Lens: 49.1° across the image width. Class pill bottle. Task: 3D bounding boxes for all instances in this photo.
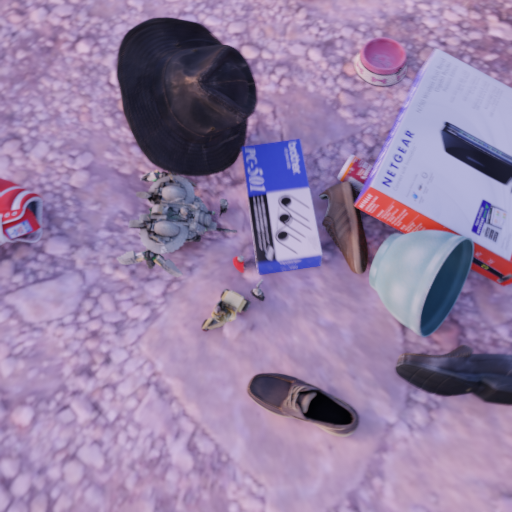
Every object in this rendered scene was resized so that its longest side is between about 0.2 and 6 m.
[{"bbox_3d":[2.150,-1.481,10.906,1.023,0.561,0.561,32,69,5],"label":"pill bottle"}]

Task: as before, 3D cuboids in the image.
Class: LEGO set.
[{"bbox_3d":[-1.218,-0.382,10.189,3.509,0.994,2.279,36,70,15],"label":"LEGO set"}]

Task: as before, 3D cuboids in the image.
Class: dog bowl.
[{"bbox_3d":[2.769,-4.306,12.312,1.161,0.428,1.161,0,66,0],"label":"dog bowl"}]

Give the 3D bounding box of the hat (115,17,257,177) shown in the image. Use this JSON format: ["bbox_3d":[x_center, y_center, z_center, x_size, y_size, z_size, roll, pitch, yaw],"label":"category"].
[{"bbox_3d":[-0.857,-2.964,10.173,1.312,3.252,3.252,-2,58,42],"label":"hat"}]

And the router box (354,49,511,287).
[{"bbox_3d":[4.006,-1.705,10.537,3.185,0.867,3.548,28,68,0],"label":"router box"}]

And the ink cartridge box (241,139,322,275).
[{"bbox_3d":[0.449,-0.976,10.652,1.198,0.564,2.549,-8,65,1],"label":"ink cartridge box"}]

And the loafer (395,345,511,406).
[{"bbox_3d":[3.411,1.881,9.330,2.239,0.815,0.809,13,55,-4],"label":"loafer"}]

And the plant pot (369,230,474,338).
[{"bbox_3d":[2.714,0.317,9.579,1.214,1.812,1.812,27,67,33],"label":"plant pot"}]

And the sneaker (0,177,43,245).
[{"bbox_3d":[-4.939,-0.282,10.185,1.467,0.929,2.608,18,65,12],"label":"sneaker"}]

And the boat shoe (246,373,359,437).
[{"bbox_3d":[0.781,2.327,9.099,1.923,0.705,0.716,17,66,7],"label":"boat shoe"}]

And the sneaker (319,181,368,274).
[{"bbox_3d":[1.631,-0.476,10.541,0.702,0.655,1.859,-15,64,23],"label":"sneaker"}]
